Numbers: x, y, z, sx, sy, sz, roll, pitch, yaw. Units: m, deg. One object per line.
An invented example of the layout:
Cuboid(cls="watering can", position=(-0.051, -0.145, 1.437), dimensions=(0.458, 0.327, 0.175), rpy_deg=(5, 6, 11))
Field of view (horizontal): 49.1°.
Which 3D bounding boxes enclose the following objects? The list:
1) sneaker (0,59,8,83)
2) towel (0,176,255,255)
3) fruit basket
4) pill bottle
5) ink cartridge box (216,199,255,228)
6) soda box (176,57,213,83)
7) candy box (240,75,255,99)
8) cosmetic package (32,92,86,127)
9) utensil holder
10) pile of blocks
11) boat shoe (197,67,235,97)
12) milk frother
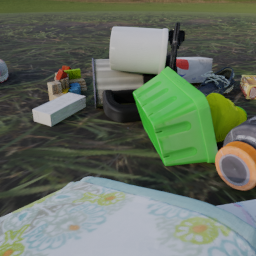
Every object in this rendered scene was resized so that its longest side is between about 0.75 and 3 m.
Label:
Cuboid(cls="sneaker", position=(-5.199, -2.133, 9.921), dimensions=(1.137, 1.233, 2.794), rpy_deg=(1, 27, 2))
Cuboid(cls="towel", position=(-0.638, 1.347, 2.630), dimensions=(2.520, 0.709, 2.944), rpy_deg=(-22, 12, -36))
Cuboid(cls="fruit basket", position=(1.495, -0.333, 6.098), dimensions=(2.446, 1.764, 2.446), rpy_deg=(-15, 29, 9))
Cuboid(cls="pill bottle", position=(2.540, 0.314, 5.058), dimensions=(2.180, 1.158, 1.158), rpy_deg=(-23, 35, -33))
Cuboid(cls="ink cartridge box", position=(1.517, 1.494, 3.294), dimensions=(1.599, 0.685, 1.180), rpy_deg=(-4, 27, -12))
Cuboid(cls="soda box", position=(1.601, -2.041, 9.920), dimensions=(2.681, 0.851, 0.915), rpy_deg=(-6, 20, -18))
Cuboid(cls="candy box", position=(4.701, -1.298, 9.056), dimensions=(1.851, 0.512, 1.068), rpy_deg=(5, 28, 8))
Cuboid(cls="cosmetic package", position=(-1.838, -0.538, 7.696), dimensions=(0.617, 0.379, 1.496), rpy_deg=(14, 30, 25))
Cuboid(cls="utensil holder", position=(0.270, -1.933, 7.028), dimensions=(1.349, 1.147, 1.147), rpy_deg=(4, 27, 3))
Cuboid(cls="pile of blocks", position=(-1.949, -1.580, 9.277), dimensions=(1.098, 0.831, 2.676), rpy_deg=(-2, 27, -4))
Cuboid(cls="boat shoe", position=(2.803, -1.392, 8.960), dimensions=(0.935, 0.772, 2.497), rpy_deg=(22, 34, 37))
Cuboid(cls="milk frother", position=(0.207, -1.601, 7.547), dimensions=(2.319, 2.466, 2.225), rpy_deg=(-5, 31, -8))
